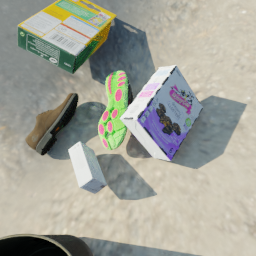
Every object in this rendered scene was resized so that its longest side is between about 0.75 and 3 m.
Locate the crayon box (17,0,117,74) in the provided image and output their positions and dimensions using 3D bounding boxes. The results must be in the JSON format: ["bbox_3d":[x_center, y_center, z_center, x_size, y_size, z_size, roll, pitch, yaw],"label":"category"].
[{"bbox_3d":[-1.806,-3.127,8.951,1.880,0.771,2.990,28,48,2],"label":"crayon box"}]

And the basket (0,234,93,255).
[{"bbox_3d":[-1.729,3.073,5.599,2.548,2.826,1.922,-25,73,0],"label":"basket"}]

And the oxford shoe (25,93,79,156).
[{"bbox_3d":[-2.265,-0.308,8.342,0.905,0.779,2.143,31,69,9],"label":"oxford shoe"}]

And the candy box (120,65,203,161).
[{"bbox_3d":[1.027,-0.429,7.881,0.736,1.727,2.059,5,53,52],"label":"candy box"}]

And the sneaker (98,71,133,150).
[{"bbox_3d":[-0.216,-0.487,8.244,0.928,1.013,2.418,-1,69,27],"label":"sneaker"}]

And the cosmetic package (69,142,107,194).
[{"bbox_3d":[-1.103,1.062,7.544,0.486,0.667,1.311,-37,47,13],"label":"cosmetic package"}]
